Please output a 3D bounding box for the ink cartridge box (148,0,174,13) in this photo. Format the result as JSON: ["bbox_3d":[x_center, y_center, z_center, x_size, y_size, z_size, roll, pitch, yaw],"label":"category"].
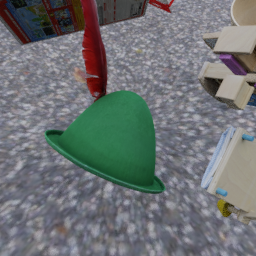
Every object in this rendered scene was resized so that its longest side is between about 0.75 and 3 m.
[{"bbox_3d":[0.726,-3.853,7.353,1.034,1.780,0.599,33,94,19],"label":"ink cartridge box"}]

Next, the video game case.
[{"bbox_3d":[-0.887,-2.232,4.981,2.707,1.935,0.236,-16,87,-5],"label":"video game case"}]

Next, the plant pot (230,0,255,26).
[{"bbox_3d":[3.095,-1.772,5.523,2.123,1.425,2.123,-7,53,10],"label":"plant pot"}]

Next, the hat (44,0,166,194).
[{"bbox_3d":[0.072,-0.446,4.376,2.111,2.548,2.243,26,92,13],"label":"hat"}]

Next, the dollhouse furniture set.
[{"bbox_3d":[1.280,0.073,4.039,1.394,2.017,2.136,21,85,54],"label":"dollhouse furniture set"}]
